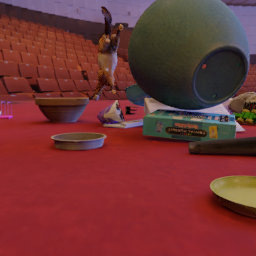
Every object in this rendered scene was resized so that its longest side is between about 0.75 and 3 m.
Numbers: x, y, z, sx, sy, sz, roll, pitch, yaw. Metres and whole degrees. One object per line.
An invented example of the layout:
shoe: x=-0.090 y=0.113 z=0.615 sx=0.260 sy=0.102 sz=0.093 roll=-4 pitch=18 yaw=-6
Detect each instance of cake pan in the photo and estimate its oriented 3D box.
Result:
cake pan: x=-0.895 y=0.235 z=5.139 sx=1.000 sy=0.183 sz=1.000 roll=0 pitch=6 yaw=0

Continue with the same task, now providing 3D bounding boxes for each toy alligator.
toy alligator: x=3.669 y=-0.304 z=8.910 sx=0.415 sy=0.453 sz=1.529 roll=43 pitch=-16 yaw=-26

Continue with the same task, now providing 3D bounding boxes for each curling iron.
curling iron: x=2.346 y=0.266 z=4.124 sx=2.846 sy=0.364 sz=0.705 roll=2 pitch=8 yaw=14

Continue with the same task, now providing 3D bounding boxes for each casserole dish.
casserole dish: x=1.081 y=-1.099 z=8.889 sx=1.612 sy=0.516 sz=2.661 roll=9 pitch=-12 yaw=-43

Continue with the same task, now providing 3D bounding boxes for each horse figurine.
horse figurine: x=-0.671 y=-2.256 z=9.082 sx=0.732 sy=2.932 sz=1.943 roll=3 pitch=9 yaw=-13

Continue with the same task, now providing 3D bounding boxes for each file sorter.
file sorter: x=-5.181 y=-0.707 z=11.002 sx=1.062 sy=0.666 sz=0.738 roll=-2 pitch=7 yaw=-13

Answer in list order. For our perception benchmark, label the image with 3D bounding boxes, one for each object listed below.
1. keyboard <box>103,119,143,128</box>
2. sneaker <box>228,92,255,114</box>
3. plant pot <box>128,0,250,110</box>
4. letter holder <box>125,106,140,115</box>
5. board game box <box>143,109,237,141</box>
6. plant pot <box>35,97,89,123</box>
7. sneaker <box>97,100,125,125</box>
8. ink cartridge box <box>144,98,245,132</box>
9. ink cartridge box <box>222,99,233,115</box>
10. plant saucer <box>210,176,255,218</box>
keyboard: x=0.355 y=-0.178 z=9.003 sx=0.776 sy=0.147 sz=2.759 roll=-2 pitch=5 yaw=34
sneaker: x=5.250 y=-0.896 z=11.065 sx=2.660 sy=1.035 sz=1.093 roll=6 pitch=10 yaw=43
plant pot: x=1.548 y=-1.470 z=6.185 sx=2.718 sy=2.718 sz=1.831 roll=-2 pitch=32 yaw=-18
letter holder: x=0.242 y=-0.856 z=13.456 sx=0.554 sy=0.392 sz=0.779 roll=4 pitch=8 yaw=15
board game box: x=1.343 y=-0.066 z=5.986 sx=1.769 sy=0.415 sz=1.335 roll=6 pitch=12 yaw=19
plant pot: x=-2.248 y=-0.632 z=9.641 sx=1.820 sy=0.840 sz=1.820 roll=0 pitch=6 yaw=0
sneaker: x=-0.585 y=-0.466 z=9.023 sx=0.786 sy=0.760 sz=1.884 roll=-17 pitch=0 yaw=5
ink cartridge box: x=1.684 y=-0.217 z=7.674 sx=2.244 sy=0.502 sz=1.977 roll=-1 pitch=32 yaw=-7
ink cartridge box: x=4.206 y=-0.971 z=12.827 sx=2.196 sy=0.745 sz=1.264 roll=-3 pitch=7 yaw=-21
plant saucer: x=1.142 y=0.591 z=2.402 sx=0.846 sy=0.131 sz=0.846 roll=1 pitch=7 yaw=0
